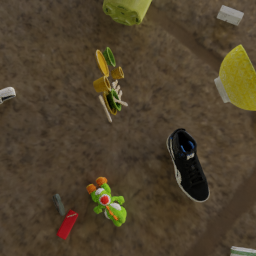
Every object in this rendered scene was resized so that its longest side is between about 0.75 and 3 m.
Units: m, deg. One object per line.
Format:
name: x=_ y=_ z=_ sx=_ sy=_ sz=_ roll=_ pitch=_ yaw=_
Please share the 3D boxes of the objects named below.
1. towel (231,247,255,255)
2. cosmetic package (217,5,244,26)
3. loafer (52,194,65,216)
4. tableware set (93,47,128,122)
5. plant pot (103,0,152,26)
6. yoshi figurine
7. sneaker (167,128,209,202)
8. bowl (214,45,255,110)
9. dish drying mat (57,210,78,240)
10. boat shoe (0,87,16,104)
towel: x=4.468 y=5.559 z=9.917 sx=1.781 sy=0.366 sz=2.388 roll=7 pitch=78 yaw=4
cosmetic package: x=4.584 y=-5.051 z=12.582 sx=1.018 sy=0.518 sz=0.377 roll=25 pitch=77 yaw=8
loafer: x=-2.643 y=2.939 z=10.620 sx=0.268 sy=0.306 sz=0.853 roll=-29 pitch=69 yaw=12
tableware set: x=-0.535 y=-1.596 z=9.106 sx=0.452 sy=2.947 sz=1.985 roll=-17 pitch=111 yaw=14
plant pot: x=0.126 y=-5.907 z=11.942 sx=2.694 sy=2.694 sz=2.477 roll=18 pitch=87 yaw=5
yoshi figurine: x=-0.700 y=2.821 z=10.449 sx=1.054 sy=1.058 sz=1.882 roll=-11 pitch=53 yaw=-44
sneaker: x=2.242 y=1.380 z=10.317 sx=1.037 sy=1.588 sz=2.839 roll=-23 pitch=76 yaw=-5
bowl: x=3.445 y=-1.394 z=8.860 sx=1.145 sy=2.128 sz=2.128 roll=-24 pitch=75 yaw=22
dish drying mat: x=-2.271 y=3.622 z=10.503 sx=0.393 sy=0.093 sz=1.022 roll=26 pitch=77 yaw=6
boat shoe: x=-5.323 y=-1.238 z=11.641 sx=1.309 sy=0.471 sz=0.448 roll=-25 pitch=76 yaw=-16
